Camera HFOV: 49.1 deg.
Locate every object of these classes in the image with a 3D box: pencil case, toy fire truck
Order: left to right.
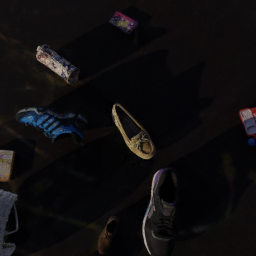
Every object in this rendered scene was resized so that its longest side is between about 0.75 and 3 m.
[{"bbox_3d":[-2.317,-2.113,9.252,1.546,0.692,0.602,38,80,9],"label":"pencil case"},{"bbox_3d":[4.347,0.001,8.756,1.323,0.883,1.576,-19,75,20],"label":"toy fire truck"}]

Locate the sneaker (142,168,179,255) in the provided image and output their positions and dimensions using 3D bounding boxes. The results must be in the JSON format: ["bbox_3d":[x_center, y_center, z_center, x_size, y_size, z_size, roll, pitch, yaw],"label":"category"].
[{"bbox_3d":[0.967,2.420,7.929,0.994,1.150,2.626,5,77,1],"label":"sneaker"}]

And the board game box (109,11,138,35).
[{"bbox_3d":[-0.160,-3.716,9.926,0.897,0.145,0.538,30,74,7],"label":"board game box"}]

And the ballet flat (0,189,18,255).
[{"bbox_3d":[-3.593,3.096,7.965,0.947,0.947,2.641,1,77,0],"label":"ballet flat"}]

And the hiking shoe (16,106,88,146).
[{"bbox_3d":[-2.413,-0.077,8.654,2.237,0.832,0.970,6,70,1],"label":"hiking shoe"}]

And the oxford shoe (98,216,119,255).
[{"bbox_3d":[-0.602,3.116,8.121,0.411,0.477,1.131,19,79,3],"label":"oxford shoe"}]

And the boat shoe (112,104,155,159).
[{"bbox_3d":[0.155,0.101,8.756,0.716,0.618,1.964,-32,79,-7],"label":"boat shoe"}]

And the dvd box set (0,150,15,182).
[{"bbox_3d":[-3.961,1.170,8.750,0.701,0.141,0.958,3,76,1],"label":"dvd box set"}]
